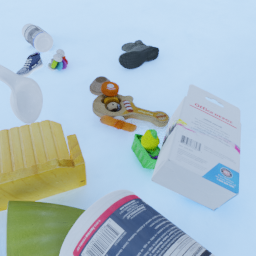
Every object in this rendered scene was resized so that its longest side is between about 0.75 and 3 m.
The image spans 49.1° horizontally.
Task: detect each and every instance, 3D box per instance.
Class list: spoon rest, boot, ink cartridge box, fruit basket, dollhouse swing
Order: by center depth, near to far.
[{"bbox_3d":[-1.907,-0.625,4.718,0.494,1.629,0.809,3,71,20],"label":"spoon rest"},{"bbox_3d":[-2.555,0.486,6.543,2.664,2.421,2.342,-14,66,-14],"label":"dollhouse swing"},{"bbox_3d":[1.854,0.341,7.140,1.695,0.999,2.944,27,46,-2],"label":"ink cartridge box"},{"bbox_3d":[0.595,0.446,7.272,0.767,1.063,1.063,11,32,-38],"label":"fruit basket"},{"bbox_3d":[-3.829,-2.422,10.710,0.465,0.578,1.279,22,47,22],"label":"boot"},{"bbox_3d":[0.150,-3.038,11.407,2.058,0.697,1.344,-24,43,-33],"label":"boot"}]

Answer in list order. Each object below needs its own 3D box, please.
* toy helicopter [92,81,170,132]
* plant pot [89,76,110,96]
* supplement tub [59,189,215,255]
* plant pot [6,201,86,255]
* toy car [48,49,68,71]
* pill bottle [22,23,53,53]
[{"bbox_3d":[0.071,-0.433,8.418,2.368,0.934,1.566,14,41,2],"label":"toy helicopter"},{"bbox_3d":[-0.941,-1.547,9.911,0.884,0.408,0.884,-1,43,1],"label":"plant pot"},{"bbox_3d":[0.365,2.455,4.557,2.681,1.882,1.882,33,52,29],"label":"supplement tub"},{"bbox_3d":[-1.524,2.072,5.505,1.512,1.415,1.415,-1,42,-19],"label":"plant pot"},{"bbox_3d":[-2.660,-2.564,10.889,0.645,0.752,0.860,32,39,-20],"label":"toy car"},{"bbox_3d":[-3.954,-3.932,12.115,0.857,0.857,1.506,-29,50,-27],"label":"pill bottle"}]
